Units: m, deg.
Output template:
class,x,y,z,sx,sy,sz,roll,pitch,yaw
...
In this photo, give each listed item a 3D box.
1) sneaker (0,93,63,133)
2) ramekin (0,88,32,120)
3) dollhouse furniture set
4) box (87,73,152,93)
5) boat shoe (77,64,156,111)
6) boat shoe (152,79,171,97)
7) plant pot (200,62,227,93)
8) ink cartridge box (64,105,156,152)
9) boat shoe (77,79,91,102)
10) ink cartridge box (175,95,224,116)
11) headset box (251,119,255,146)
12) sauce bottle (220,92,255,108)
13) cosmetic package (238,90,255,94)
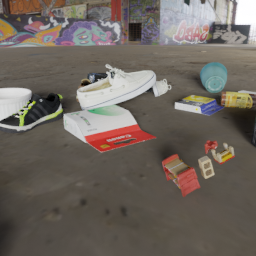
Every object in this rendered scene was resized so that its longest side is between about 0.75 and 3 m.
class,x,y,z,sx,sy,sz,roll,pitch,yaw
sneaker,-3.249,-0.618,9.355,0.917,1.060,2.559,12,24,30
ramekin,-4.396,-0.789,10.010,1.911,0.931,1.911,0,20,0
dollhouse furniture set,1.459,0.758,5.795,1.318,0.536,0.709,-26,27,-9
box,-0.376,-2.239,13.817,2.595,0.565,2.079,17,18,31
boat shoe,-0.453,-1.689,10.052,2.980,1.271,1.101,-22,34,-5
boat shoe,1.648,-1.968,13.475,0.817,0.708,1.917,-13,10,13
plant pot,4.356,-2.444,14.121,1.358,1.358,1.276,4,34,10
ink cartridge box,-0.614,-0.087,8.606,1.948,0.606,2.420,-13,21,-32
boat shoe,-1.836,-1.848,12.931,0.858,0.859,2.323,0,19,-1
ink cartridge box,2.912,-0.948,11.328,1.505,0.354,1.487,14,24,37
headset box,4.616,0.316,6.780,2.046,1.090,2.350,-2,21,-8
sauce bottle,4.776,-1.119,11.328,1.969,0.650,0.650,4,21,15
cosmetic package,5.172,-1.250,11.852,0.385,0.535,0.949,-17,24,-38
